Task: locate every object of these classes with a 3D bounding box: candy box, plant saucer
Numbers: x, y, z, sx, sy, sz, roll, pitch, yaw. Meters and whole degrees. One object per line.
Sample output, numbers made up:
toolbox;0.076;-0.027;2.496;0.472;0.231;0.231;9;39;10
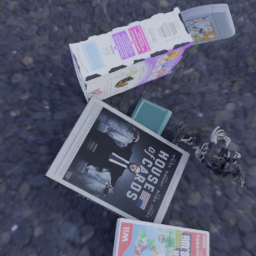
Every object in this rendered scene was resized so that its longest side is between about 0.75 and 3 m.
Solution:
candy box;-0.005;-1.721;7.254;2.683;2.251;0.960;-22;84;-8
plant saucer;0.166;0.494;7.552;1.014;0.275;2.901;26;70;9

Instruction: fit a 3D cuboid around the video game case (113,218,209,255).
video game case;0.767;2.989;6.132;2.314;0.202;1.655;15;66;-17

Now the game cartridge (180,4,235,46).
game cartridge;1.914;-2.771;7.641;1.715;1.142;0.356;-3;70;32

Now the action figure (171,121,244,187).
action figure;2.078;0.505;6.891;2.059;1.224;1.051;34;87;25

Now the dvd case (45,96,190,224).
dvd case;-0.138;0.890;6.842;2.959;0.366;2.224;30;71;-9
